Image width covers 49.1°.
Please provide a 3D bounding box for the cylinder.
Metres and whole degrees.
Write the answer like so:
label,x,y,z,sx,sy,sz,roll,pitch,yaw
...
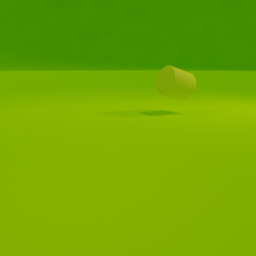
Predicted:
label,x,y,z,sx,sy,sz,roll,pitch,yaw
cylinder,1.562,-1.463,9.214,0.952,0.952,0.952,11,5,-32
